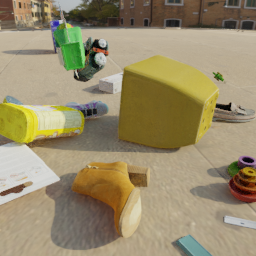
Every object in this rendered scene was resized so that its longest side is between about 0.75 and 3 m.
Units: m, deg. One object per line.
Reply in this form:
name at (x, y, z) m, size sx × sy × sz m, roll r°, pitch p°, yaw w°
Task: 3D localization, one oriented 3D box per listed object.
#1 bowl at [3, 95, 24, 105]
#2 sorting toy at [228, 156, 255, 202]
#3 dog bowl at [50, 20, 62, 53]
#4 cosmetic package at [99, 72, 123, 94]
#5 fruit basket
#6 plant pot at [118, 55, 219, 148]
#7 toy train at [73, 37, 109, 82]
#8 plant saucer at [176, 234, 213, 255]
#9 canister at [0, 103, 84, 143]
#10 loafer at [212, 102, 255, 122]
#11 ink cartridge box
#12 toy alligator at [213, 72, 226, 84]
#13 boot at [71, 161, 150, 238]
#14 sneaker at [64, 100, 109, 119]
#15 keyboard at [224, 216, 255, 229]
bowl at (-4.814, -0.709, 11.741) m, size 0.663 × 1.232 × 1.232 m, roll -44°, pitch 28°, yaw 7°
sorting toy at (3.413, 1.205, 7.716) m, size 1.172 × 0.801 × 1.950 m, roll 8°, pitch 26°, yaw 16°
dog bowl at (-6.322, -8.263, 25.368) m, size 1.089 × 2.764 × 2.764 m, roll -9°, pitch 27°, yaw -14°
cosmetic package at (-0.380, -2.697, 16.097) m, size 1.095 × 0.672 × 2.654 m, roll 17°, pitch 30°, yaw 34°
fruit basket at (-2.262, -3.183, 10.246) m, size 1.009 × 1.994 × 2.153 m, roll -19°, pitch 54°, yaw -14°
plant pot at (1.574, -0.802, 10.026) m, size 2.785 × 2.722 × 2.704 m, roll 21°, pitch 32°, yaw 25°
toy train at (-1.551, -2.778, 11.535) m, size 1.013 × 1.355 × 2.377 m, roll 5°, pitch -10°, yaw -32°
plant saucer at (1.489, 2.586, 5.634) m, size 0.405 × 0.110 × 1.160 m, roll -15°, pitch 30°, yaw -28°
canister at (-2.987, -0.243, 9.792) m, size 1.839 × 1.072 × 2.477 m, roll 16°, pitch 13°, yaw 34°
loafer at (4.156, -0.747, 11.837) m, size 2.517 × 0.791 × 0.905 m, roll 1°, pitch 25°, yaw 3°
ink cartridge box at (-3.417, 1.364, 7.696) m, size 2.169 × 0.671 × 2.675 m, roll -19°, pitch 36°, yaw -37°
toy alligator at (3.562, -1.893, 10.733) m, size 0.895 × 0.265 × 0.243 m, roll 26°, pitch 21°, yaw -32°
boot at (-0.565, 1.629, 6.919) m, size 1.872 × 0.920 × 2.615 m, roll 1°, pitch 21°, yaw 14°
sneaker at (-1.897, -0.529, 11.527) m, size 2.047 × 0.796 × 1.432 m, roll -4°, pitch 26°, yaw 15°
keyboard at (2.658, 2.206, 6.516) m, size 0.792 × 0.042 × 0.223 m, roll 7°, pitch 31°, yaw 16°
